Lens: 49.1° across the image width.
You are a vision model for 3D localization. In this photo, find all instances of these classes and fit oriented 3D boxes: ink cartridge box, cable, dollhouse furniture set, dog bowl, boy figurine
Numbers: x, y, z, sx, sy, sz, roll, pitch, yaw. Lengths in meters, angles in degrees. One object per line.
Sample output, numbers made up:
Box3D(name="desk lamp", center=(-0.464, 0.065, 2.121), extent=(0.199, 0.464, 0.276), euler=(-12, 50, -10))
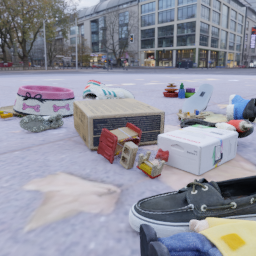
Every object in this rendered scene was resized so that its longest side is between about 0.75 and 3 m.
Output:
Box3D(name="ink cartridge box", center=(-0.444, -0.256, 9.260), extent=(2.357, 1.074, 2.861), euler=(-3, 14, -18))
Box3D(name="cable", center=(2.760, -0.125, 8.979), extent=(1.433, 0.743, 2.951), euler=(-30, 24, -9))
Box3D(name="dollhouse furniture set", center=(0.208, 0.633, 6.854), extent=(0.995, 0.752, 1.848), euler=(-13, 36, -44))
Box3D(name="ink cartridge box", center=(1.746, 0.475, 7.029), extent=(1.727, 0.725, 1.251), euler=(-13, 19, -42))
Box3D(name="dog bowl", center=(-3.792, -1.325, 13.073), extent=(2.926, 1.079, 2.926), euler=(5, 14, -1))
Box3D(name="boy figurine", center=(1.312, 1.426, 3.254), extent=(2.243, 0.723, 1.394), euler=(-5, 11, -11))

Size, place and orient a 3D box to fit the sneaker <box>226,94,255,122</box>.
Box3D(name="sneaker", center=(5.064, -0.896, 12.080), extent=(1.358, 0.937, 2.440), euler=(0, 17, 25))

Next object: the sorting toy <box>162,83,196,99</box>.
Box3D(name="sorting toy", center=(3.579, -2.572, 18.806), extent=(2.488, 1.021, 1.495), euler=(2, 14, 5))

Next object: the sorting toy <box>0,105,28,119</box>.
Box3D(name="sorting toy", center=(-5.021, -0.719, 12.897), extent=(1.797, 0.323, 2.412), euler=(14, 19, 30))

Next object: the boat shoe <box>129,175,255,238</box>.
Box3D(name="boat shoe", center=(1.256, 1.130, 4.399), extent=(2.517, 0.713, 0.864), euler=(-2, 14, -9))

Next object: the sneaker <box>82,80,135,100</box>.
Box3D(name="sneaker", center=(-1.104, -1.582, 15.136), extent=(2.880, 1.014, 1.347), euler=(20, 54, 6))

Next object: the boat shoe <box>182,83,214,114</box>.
Box3D(name="boat shoe", center=(3.246, -1.105, 13.083), extent=(0.967, 0.895, 2.620), euler=(17, 44, 21))

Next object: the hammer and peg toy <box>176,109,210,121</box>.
Box3D(name="hammer and peg toy", center=(2.619, -0.429, 11.273), extent=(0.998, 0.479, 1.357), euler=(-1, 14, -9))

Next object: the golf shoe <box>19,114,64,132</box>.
Box3D(name="golf shoe", center=(-3.207, -0.150, 10.239), extent=(1.631, 0.639, 0.793), euler=(-4, -4, -40))
